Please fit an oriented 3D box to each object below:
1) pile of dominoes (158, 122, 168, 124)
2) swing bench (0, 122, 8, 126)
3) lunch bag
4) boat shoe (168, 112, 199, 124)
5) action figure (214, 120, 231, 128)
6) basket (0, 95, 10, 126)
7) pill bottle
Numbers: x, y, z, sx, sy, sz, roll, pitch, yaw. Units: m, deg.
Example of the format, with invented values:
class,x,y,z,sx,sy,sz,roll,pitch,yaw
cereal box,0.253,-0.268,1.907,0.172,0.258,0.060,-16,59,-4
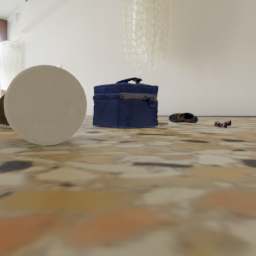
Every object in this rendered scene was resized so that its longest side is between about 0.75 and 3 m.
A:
class,x,y,z,sx,sy,sz,roll,pitch,yaw
pile of dominoes,0.593,-0.432,14.201,2.104,0.430,2.699,-1,4,-17
swing bench,-6.029,-0.623,11.769,1.794,1.170,1.804,0,-2,9
lunch bag,-0.094,-1.003,11.098,1.959,1.908,2.884,-3,4,-39
boat shoe,2.619,-0.539,13.687,1.551,0.549,0.704,4,-12,31
action figure,3.622,-0.144,10.748,0.506,0.270,0.778,-7,2,-17
basket,-3.578,-0.638,9.972,1.888,1.424,2.094,-13,14,-31
pill bottle,-1.571,-0.424,5.373,1.416,1.416,2.504,-1,3,-17
